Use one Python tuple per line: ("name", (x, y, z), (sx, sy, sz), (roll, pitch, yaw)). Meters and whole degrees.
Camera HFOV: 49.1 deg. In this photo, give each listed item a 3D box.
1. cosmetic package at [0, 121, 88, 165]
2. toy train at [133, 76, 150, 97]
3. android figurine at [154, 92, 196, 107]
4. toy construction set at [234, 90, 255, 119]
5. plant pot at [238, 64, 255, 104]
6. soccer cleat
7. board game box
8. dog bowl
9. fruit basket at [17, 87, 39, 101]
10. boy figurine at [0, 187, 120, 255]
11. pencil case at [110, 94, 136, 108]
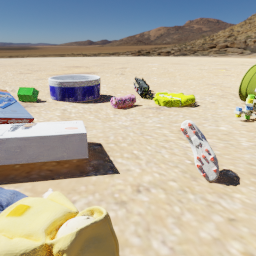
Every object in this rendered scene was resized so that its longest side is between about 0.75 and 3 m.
("cosmetic package", (-2.095, 0.275, 6.140), (2.330, 0.602, 1.757), (-4, 12, -12))
("toy train", (0.626, -2.032, 13.801), (0.512, 0.687, 2.999), (9, 18, -7))
("android figurine", (1.887, -1.208, 11.627), (1.892, 0.389, 1.723), (-12, 21, -38))
("toy construction set", (4.599, -0.774, 9.388), (1.434, 1.008, 2.187), (12, 32, 36))
("plant pot", (5.489, -1.480, 10.832), (1.663, 1.663, 1.601), (-10, 32, -29))
("soccer cleat", (1.409, 0.402, 5.354), (0.431, 1.245, 0.483), (-31, -17, 25))
("board game box", (-3.977, -0.642, 7.534), (1.474, 0.278, 2.864), (43, 15, 15))
("dog bowl", (-2.405, -1.863, 12.804), (2.316, 0.912, 2.316), (0, 18, 0))
("fruit basket", (-4.290, -1.424, 12.222), (0.925, 0.667, 0.925), (5, -26, 2))
("boy figurine", (-1.240, 1.157, 3.363), (2.425, 0.781, 1.508), (7, 15, 30))
("pencil case", (-0.166, -1.075, 11.047), (1.094, 0.474, 0.453), (-15, 4, -41))
